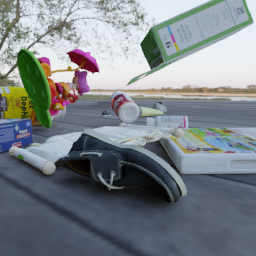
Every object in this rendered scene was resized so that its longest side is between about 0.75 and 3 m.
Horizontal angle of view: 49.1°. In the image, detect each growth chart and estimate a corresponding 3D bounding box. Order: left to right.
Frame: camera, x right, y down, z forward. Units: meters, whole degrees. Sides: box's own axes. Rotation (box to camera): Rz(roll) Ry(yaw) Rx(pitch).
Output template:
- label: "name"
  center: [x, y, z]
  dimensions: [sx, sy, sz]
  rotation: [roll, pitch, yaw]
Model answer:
- label: "growth chart"
  center: [-0.530, 0.248, 5.014]
  dimensions: [2.715, 0.241, 1.965]
  rotation: [-13, 14, -32]

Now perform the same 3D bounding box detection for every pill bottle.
- label: "pill bottle"
  center: [-3.539, -0.755, 9.843]
  dimensions: [2.490, 1.360, 1.360]
  rotation: [-5, 9, -36]
- label: "pill bottle"
  center: [-0.171, -0.777, 9.858]
  dimensions: [0.757, 0.757, 1.382]
  rotation: [-3, 27, -20]
- label: "pill bottle"
  center: [0.976, -0.016, 7.075]
  dimensions: [1.012, 0.574, 0.574]
  rotation: [0, 7, 5]

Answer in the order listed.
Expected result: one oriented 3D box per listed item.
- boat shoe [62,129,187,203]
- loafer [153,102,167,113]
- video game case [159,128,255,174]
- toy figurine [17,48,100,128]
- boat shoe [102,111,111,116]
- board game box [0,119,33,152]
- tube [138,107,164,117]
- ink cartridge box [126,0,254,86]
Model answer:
- label: "boat shoe"
  center: [-0.123, 0.522, 3.307]
  dimensions: [1.792, 0.644, 0.606]
  rotation: [16, 51, 44]
- label: "loafer"
  center: [1.910, -1.237, 16.617]
  dimensions: [0.670, 0.668, 1.916]
  rotation: [2, 7, 15]
- label: "video game case"
  center: [2.024, 0.329, 5.329]
  dimensions: [2.637, 0.332, 2.897]
  rotation: [0, 8, 0]
- label: "toy figurine"
  center: [-1.941, -1.523, 9.027]
  dimensions: [2.323, 2.524, 1.895]
  rotation: [-27, 33, -33]
- label: "boat shoe"
  center: [-1.098, -0.757, 14.386]
  dimensions: [0.296, 0.279, 0.825]
  rotation: [1, 6, 21]
- label: "board game box"
  center: [-3.288, 0.161, 5.558]
  dimensions: [1.900, 0.586, 1.901]
  rotation: [1, 7, 18]
- label: "tube"
  center: [1.097, -0.805, 14.292]
  dimensions: [0.488, 0.545, 1.879]
  rotation: [-41, -21, 32]
- label: "ink cartridge box"
  center: [1.024, -1.815, 5.825]
  dimensions: [2.616, 0.776, 1.358]
  rotation: [-26, 7, -4]
